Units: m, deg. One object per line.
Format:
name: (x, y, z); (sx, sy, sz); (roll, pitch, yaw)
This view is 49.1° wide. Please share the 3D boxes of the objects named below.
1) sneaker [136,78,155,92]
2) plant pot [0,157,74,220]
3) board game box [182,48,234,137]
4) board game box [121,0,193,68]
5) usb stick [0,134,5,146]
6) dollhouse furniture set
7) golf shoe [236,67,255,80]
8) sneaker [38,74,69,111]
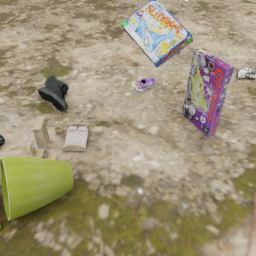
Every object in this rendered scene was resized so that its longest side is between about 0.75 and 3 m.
sneaker: (0.884, -2.181, 13.410); (1.178, 0.521, 0.474); (-31, 48, -33)
plant pot: (-2.633, 1.594, 8.232); (1.863, 1.743, 1.743); (-6, 38, -30)
board game box: (2.870, -1.283, 10.486); (0.466, 2.888, 1.734); (-21, 44, -26)
board game box: (1.057, -3.673, 10.713); (1.680, 0.428, 2.481); (-37, 63, 4)
usb stick: (-5.535, 0.983, 9.715); (0.715, 0.421, 2.579); (23, 45, 30)
dollhouse furniture set: (-2.130, 0.297, 10.001); (2.256, 1.101, 1.924); (0, 40, 0)
golf shoe: (6.095, -2.719, 14.031); (1.424, 0.554, 0.673); (-16, 43, -17)
sneaker: (-3.125, -1.631, 12.582); (2.411, 0.724, 1.257); (29, 53, 35)
